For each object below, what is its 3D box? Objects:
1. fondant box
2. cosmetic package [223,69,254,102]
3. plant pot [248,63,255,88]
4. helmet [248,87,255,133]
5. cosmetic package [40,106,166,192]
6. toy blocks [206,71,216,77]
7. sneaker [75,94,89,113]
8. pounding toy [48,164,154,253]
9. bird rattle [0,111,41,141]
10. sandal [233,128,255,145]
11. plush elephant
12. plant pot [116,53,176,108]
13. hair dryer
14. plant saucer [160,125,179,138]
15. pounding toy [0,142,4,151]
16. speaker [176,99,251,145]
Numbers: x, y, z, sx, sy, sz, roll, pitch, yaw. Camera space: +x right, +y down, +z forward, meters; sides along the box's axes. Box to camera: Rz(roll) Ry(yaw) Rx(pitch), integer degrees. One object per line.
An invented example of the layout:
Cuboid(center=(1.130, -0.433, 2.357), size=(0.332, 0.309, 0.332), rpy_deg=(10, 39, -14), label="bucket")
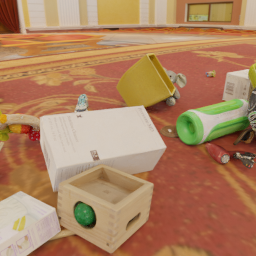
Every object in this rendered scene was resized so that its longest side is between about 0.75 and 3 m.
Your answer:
Cuboid(center=(-2.369, 1.947, 5.062), size=(1.323, 0.534, 1.834), rpy_deg=(8, 25, 40), label="fondant box")
Cuboid(center=(5.472, -1.860, 12.880), size=(1.594, 1.334, 1.326), rpy_deg=(-15, 28, -30), label="cosmetic package")
Cuboid(center=(6.534, -1.888, 10.752), size=(2.843, 2.857, 2.593), rpy_deg=(-25, -1, -42), label="plant pot")
Cuboid(center=(4.968, -0.556, 8.319), size=(2.662, 2.792, 2.792), rpy_deg=(-17, 27, -8), label="helmet")
Cuboid(center=(-0.660, 0.436, 7.164), size=(2.818, 1.143, 1.590), rpy_deg=(-11, 54, -26), label="cosmetic package")
Cuboid(center=(5.149, -3.402, 17.613), size=(0.560, 0.409, 0.819), rpy_deg=(-1, 20, 27), label="toy blocks")
Cuboid(center=(-1.993, -1.046, 11.937), size=(0.549, 0.611, 1.415), rpy_deg=(-2, 24, -5), label="sneaker")
Cuboid(center=(-0.655, 1.654, 5.509), size=(1.586, 1.224, 1.722), rpy_deg=(16, 18, 29), label="pounding toy")
Cuboid(center=(-3.223, 0.006, 8.437), size=(1.916, 1.080, 1.562), rpy_deg=(12, -19, -23), label="bird rattle")
Cuboid(center=(3.943, 0.319, 9.191), size=(1.302, 0.532, 0.355), rpy_deg=(-11, 47, -39), label="sandal")
Cuboid(center=(1.837, -2.006, 13.055), size=(1.544, 1.452, 1.875), rpy_deg=(17, 29, 33), label="plush elephant")
Cuboid(center=(0.658, -1.791, 11.770), size=(1.915, 1.872, 1.860), rpy_deg=(-31, 6, 20), label="plant pot")
Cuboid(center=(2.987, 0.822, 8.203), size=(1.624, 0.441, 1.237), rpy_deg=(23, 15, 34), label="hair dryer")
Cuboid(center=(1.585, 0.103, 9.965), size=(0.891, 0.131, 0.891), rpy_deg=(0, 25, 0), label="plant saucer")
Cuboid(center=(-3.551, 1.048, 6.587), size=(0.877, 1.136, 1.234), rpy_deg=(4, 24, 10), label="pounding toy")
Cuboid(center=(3.006, -0.251, 9.461), size=(2.753, 1.218, 1.218), rpy_deg=(-14, 28, -28), label="speaker")
